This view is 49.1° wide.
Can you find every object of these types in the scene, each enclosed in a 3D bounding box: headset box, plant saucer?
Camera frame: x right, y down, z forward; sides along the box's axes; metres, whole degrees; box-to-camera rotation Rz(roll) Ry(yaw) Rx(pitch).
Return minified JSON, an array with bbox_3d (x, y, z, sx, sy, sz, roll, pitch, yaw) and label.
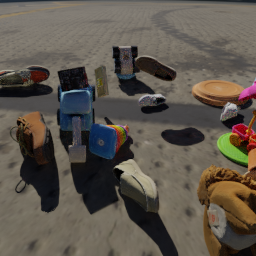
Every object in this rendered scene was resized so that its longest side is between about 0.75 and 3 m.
[{"bbox_3d":[-1.473,-1.354,7.745,0.797,0.593,0.308,-19,14,-31],"label":"headset box"},{"bbox_3d":[3.599,-1.439,10.950,2.125,0.343,2.125,1,30,0],"label":"plant saucer"}]

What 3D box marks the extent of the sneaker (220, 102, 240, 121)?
[{"bbox_3d":[3.403,-0.530,9.325,0.451,0.428,1.120,26,39,23],"label":"sneaker"}]

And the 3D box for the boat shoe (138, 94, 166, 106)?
[{"bbox_3d":[0.895,-0.994,10.107,1.097,0.403,0.358,-18,31,-26],"label":"boat shoe"}]

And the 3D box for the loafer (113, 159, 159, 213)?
[{"bbox_3d":[0.140,1.263,6.007,0.580,0.643,1.700,-12,23,-18],"label":"loafer"}]

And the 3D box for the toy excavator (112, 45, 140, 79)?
[{"bbox_3d":[-0.233,-3.144,13.216,1.142,2.285,2.222,-4,74,-8],"label":"toy excavator"}]

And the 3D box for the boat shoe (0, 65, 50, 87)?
[{"bbox_3d":[-4.378,-2.103,11.685,2.190,0.779,0.685,-5,34,-5],"label":"boat shoe"}]

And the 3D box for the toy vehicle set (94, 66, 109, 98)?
[{"bbox_3d":[-0.898,-1.559,9.493,0.131,0.987,0.613,-8,3,-31],"label":"toy vehicle set"}]

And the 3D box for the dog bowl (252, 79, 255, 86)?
[{"bbox_3d":[6.012,-1.647,10.967,1.541,0.685,2.765,-1,29,0],"label":"dog bowl"}]

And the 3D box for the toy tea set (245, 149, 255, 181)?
[{"bbox_3d":[3.778,1.045,5.703,2.646,1.573,0.979,-5,53,17],"label":"toy tea set"}]

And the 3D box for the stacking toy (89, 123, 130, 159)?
[{"bbox_3d":[-0.337,0.218,7.810,0.826,0.873,1.504,16,20,25],"label":"stacking toy"}]

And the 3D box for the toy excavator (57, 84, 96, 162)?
[{"bbox_3d":[-1.471,-0.289,7.867,1.167,2.271,2.335,0,2,-9],"label":"toy excavator"}]

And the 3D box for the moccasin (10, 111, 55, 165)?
[{"bbox_3d":[-2.571,0.224,7.460,0.973,0.922,2.521,-15,34,-20],"label":"moccasin"}]

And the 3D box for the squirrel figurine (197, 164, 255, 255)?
[{"bbox_3d":[2.301,1.424,5.020,1.846,1.400,1.978,1,32,-13],"label":"squirrel figurine"}]

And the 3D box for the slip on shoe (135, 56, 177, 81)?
[{"bbox_3d":[0.912,-1.966,9.440,1.498,0.569,0.454,27,37,1],"label":"slip on shoe"}]

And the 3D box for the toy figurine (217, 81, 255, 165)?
[{"bbox_3d":[3.446,-0.150,7.047,1.624,1.990,2.163,-17,34,-27],"label":"toy figurine"}]
